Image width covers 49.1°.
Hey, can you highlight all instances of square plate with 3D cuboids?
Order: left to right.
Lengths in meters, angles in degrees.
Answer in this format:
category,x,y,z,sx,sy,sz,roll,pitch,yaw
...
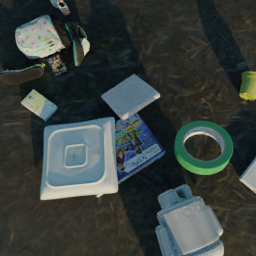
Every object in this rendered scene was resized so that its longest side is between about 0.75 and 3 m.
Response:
category,x,y,z,sx,sy,sz,roll,pitch,yaw
square plate,-1.748,0.957,9.644,2.707,0.389,2.733,-8,66,9

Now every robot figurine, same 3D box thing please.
category,x,y,z,sx,sy,sz,roll,pitch,yaw
robot figurine,1.874,3.150,8.532,2.292,1.526,2.702,-14,70,-26

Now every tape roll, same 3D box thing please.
category,x,y,z,sx,sy,sz,roll,pitch,yaw
tape roll,2.315,0.578,8.663,1.729,0.416,1.729,-2,55,3

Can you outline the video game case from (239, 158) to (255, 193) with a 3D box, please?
category,x,y,z,sx,sy,sz,roll,pitch,yaw
video game case,5.371,1.632,9.757,2.045,0.266,2.247,41,75,13

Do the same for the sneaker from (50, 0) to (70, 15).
category,x,y,z,sx,sy,sz,roll,pitch,yaw
sneaker,-2.983,-5.450,12.187,0.408,0.542,1.160,-41,76,-13

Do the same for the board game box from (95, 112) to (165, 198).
category,x,y,z,sx,sy,sz,roll,pitch,yaw
board game box,-0.385,0.869,9.914,2.820,0.486,1.909,-30,73,-10

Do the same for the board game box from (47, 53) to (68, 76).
category,x,y,z,sx,sy,sz,roll,pitch,yaw
board game box,-2.872,-2.565,11.349,0.568,0.145,0.838,-28,72,-9

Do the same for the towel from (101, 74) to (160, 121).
category,x,y,z,sx,sy,sz,roll,pitch,yaw
towel,0.063,-1.175,10.507,1.700,0.274,1.624,-35,52,-13

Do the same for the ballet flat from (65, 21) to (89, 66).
category,x,y,z,sx,sy,sz,roll,pitch,yaw
ballet flat,-2.002,-3.526,11.412,0.750,0.745,2.192,-12,71,-14

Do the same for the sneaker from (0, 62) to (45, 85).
category,x,y,z,sx,sy,sz,roll,pitch,yaw
sneaker,-4.150,-2.212,11.094,1.760,0.631,0.729,-10,47,-5

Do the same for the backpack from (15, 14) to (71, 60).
category,x,y,z,sx,sy,sz,roll,pitch,yaw
backpack,-3.450,-3.611,11.165,1.934,1.224,1.614,-25,75,-5

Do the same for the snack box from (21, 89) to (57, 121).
category,x,y,z,sx,sy,sz,roll,pitch,yaw
snack box,-3.385,-0.872,10.690,1.210,0.224,0.703,35,74,12

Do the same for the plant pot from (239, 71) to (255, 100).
category,x,y,z,sx,sy,sz,roll,pitch,yaw
plant pot,4.669,-1.562,10.659,0.931,0.931,0.855,22,83,8
